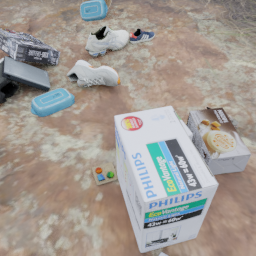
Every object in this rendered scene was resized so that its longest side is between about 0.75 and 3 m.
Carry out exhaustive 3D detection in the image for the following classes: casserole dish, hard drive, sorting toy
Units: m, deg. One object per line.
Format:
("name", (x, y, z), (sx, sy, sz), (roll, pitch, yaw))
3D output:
("casserole dish", (-2.826, -1.020, 10.482), (1.717, 0.333, 1.040), (-26, 50, -26))
("hard drive", (-3.968, -2.105, 10.970), (1.756, 0.289, 1.225), (17, 32, -34))
("casserole dish", (-1.451, -4.791, 11.392), (1.299, 0.787, 0.252), (2, 13, 24))
("sorting toy", (-0.548, 1.281, 8.248), (0.943, 0.126, 0.702), (-14, 46, -14))

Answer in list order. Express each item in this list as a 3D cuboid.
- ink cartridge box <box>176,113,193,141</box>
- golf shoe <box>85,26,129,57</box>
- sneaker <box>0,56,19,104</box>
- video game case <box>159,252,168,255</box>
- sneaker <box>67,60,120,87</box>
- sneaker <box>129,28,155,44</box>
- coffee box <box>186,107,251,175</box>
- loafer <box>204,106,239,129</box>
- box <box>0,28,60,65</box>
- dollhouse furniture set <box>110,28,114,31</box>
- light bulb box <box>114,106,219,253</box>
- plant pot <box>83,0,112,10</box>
("ink cartridge box", (0.813, 0.255, 8.809), (1.920, 0.806, 1.390), (-15, 46, -15))
("golf shoe", (-0.835, -4.247, 13.095), (0.984, 1.222, 2.513), (41, 56, 20))
("sneaker", (-4.745, -1.832, 10.969), (1.208, 0.887, 2.669), (8, 48, 4))
("video game case", (1.013, 3.849, 5.529), (1.888, 0.228, 2.071), (23, 49, 22))
("sneaker", (-1.404, -1.936, 11.163), (2.339, 0.885, 1.076), (19, 54, 29))
("sneaker", (0.746, -4.717, 14.063), (1.495, 0.632, 0.560), (-26, 50, -25))
("coffee box", (2.703, 0.364, 8.686), (1.179, 0.822, 2.062), (-5, 44, -5))
("loafer", (3.221, -0.370, 9.745), (1.295, 0.407, 0.465), (23, 49, 22))
("box", (-4.592, -3.610, 12.243), (2.629, 0.654, 2.073), (34, 24, 30))
("dollhouse furniture set", (-1.298, -4.359, 13.999), (1.419, 0.548, 0.709), (-42, 63, -12))
("light bulb box", (0.676, 1.199, 6.646), (1.510, 2.419, 2.398), (-11, 47, -11))
("plant pot", (-1.719, -7.298, 16.243), (1.643, 1.643, 1.103), (2, 8, 2))
